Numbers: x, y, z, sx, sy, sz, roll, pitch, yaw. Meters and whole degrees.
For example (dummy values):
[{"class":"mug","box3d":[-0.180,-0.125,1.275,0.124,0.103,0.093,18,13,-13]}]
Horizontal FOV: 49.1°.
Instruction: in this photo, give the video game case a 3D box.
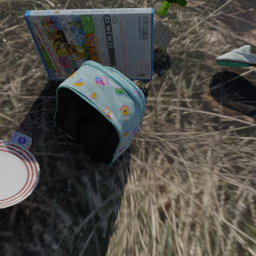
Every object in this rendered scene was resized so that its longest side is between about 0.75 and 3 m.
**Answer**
[{"class":"video game case","box3d":[-0.833,-2.012,7.104,2.934,2.100,0.261,0,56,4]}]

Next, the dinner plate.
[{"class":"dinner plate","box3d":[-2.691,0.922,5.697,1.708,0.207,1.708,17,38,-14]}]

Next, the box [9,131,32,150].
[{"class":"box","box3d":[-2.829,1.146,6.187,0.434,0.465,2.242,26,58,-12]}]

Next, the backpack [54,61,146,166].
[{"class":"backpack","box3d":[-0.570,-0.366,6.014,1.872,2.129,1.632,40,70,8]}]

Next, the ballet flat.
[{"class":"ballet flat","box3d":[3.493,-1.943,7.745,2.011,0.698,0.698,14,59,20]}]

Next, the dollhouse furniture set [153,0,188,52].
[{"class":"dollhouse furniture set","box3d":[1.072,-3.233,8.516,0.643,0.832,1.665,34,96,52]}]
